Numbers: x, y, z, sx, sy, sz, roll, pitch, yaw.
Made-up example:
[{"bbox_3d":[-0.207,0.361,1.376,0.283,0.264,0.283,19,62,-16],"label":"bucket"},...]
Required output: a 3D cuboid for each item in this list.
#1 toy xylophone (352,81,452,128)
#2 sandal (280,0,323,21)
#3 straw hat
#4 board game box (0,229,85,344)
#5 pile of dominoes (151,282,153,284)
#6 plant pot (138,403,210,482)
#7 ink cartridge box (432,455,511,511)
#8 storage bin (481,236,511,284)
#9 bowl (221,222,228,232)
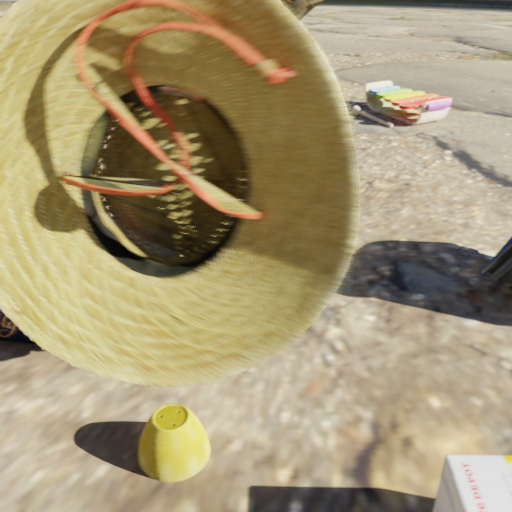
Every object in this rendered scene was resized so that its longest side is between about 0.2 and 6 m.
[{"bbox_3d":[4.017,-4.263,15.772,2.019,0.693,2.757,-20,35,-30],"label":"toy xylophone"},{"bbox_3d":[0.536,-4.540,9.909,1.150,0.768,2.814,-33,24,25],"label":"sandal"},{"bbox_3d":[-0.644,-0.591,4.246,2.919,2.919,1.235,0,20,-1],"label":"straw hat"},{"bbox_3d":[-4.118,0.193,8.005,3.381,0.585,2.291,4,30,7],"label":"board game box"},{"bbox_3d":[-1.695,0.353,7.078,2.461,0.503,3.158,19,8,27],"label":"pile of dominoes"},{"bbox_3d":[-0.806,1.726,5.405,0.702,0.499,0.702,0,29,0],"label":"plant pot"},{"bbox_3d":[2.079,2.153,4.238,1.229,0.898,0.902,1,30,1],"label":"ink cartridge box"},{"bbox_3d":[4.242,0.037,7.724,1.369,1.483,2.038,45,45,15],"label":"storage bin"},{"bbox_3d":[0.193,-0.687,9.124,1.474,0.550,1.472,-22,11,48],"label":"bowl"}]
